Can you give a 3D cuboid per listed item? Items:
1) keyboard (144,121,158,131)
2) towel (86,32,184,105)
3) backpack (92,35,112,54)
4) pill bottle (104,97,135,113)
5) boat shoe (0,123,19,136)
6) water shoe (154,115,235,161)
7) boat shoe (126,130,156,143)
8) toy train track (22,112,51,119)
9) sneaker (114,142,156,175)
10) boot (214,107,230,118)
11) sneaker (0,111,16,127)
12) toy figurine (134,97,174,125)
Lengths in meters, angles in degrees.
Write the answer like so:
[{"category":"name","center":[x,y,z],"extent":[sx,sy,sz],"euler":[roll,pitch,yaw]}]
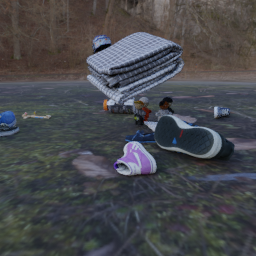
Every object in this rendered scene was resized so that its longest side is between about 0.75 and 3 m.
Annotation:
[{"category":"keyboard","center":[1.221,-0.013,11.252],"extent":[0.642,0.122,2.280],"euler":[-2,13,-10]},{"category":"towel","center":[0.118,-2.163,9.225],"extent":[2.750,1.177,2.277],"euler":[-28,38,-16]},{"category":"backpack","center":[-1.099,-3.620,12.037],"extent":[0.869,0.670,0.828],"euler":[-23,7,-23]},{"category":"pill bottle","center":[-0.471,-1.220,15.039],"extent":[1.635,0.868,0.868],"euler":[1,12,7]},{"category":"boat shoe","center":[-4.532,0.043,10.252],"extent":[0.437,0.430,1.214],"euler":[7,14,31]},{"category":"water shoe","center":[1.779,0.379,8.141],"extent":[1.121,1.016,2.842],"euler":[21,4,-27]},{"category":"boat shoe","center":[0.491,0.249,9.378],"extent":[1.161,0.398,0.488],"euler":[-2,12,-8]},{"category":"toy train track","center":[-4.534,-0.647,13.850],"extent":[1.602,0.261,0.919],"euler":[5,13,18]},{"category":"sneaker","center":[-0.007,0.728,6.903],"extent":[0.861,0.548,1.511],"euler":[-8,14,-19]},{"category":"boot","center":[4.668,-0.807,13.834],"extent":[0.690,0.555,1.527],"euler":[-1,10,23]},{"category":"sneaker","center":[-5.174,-0.416,10.763],"extent":[0.986,1.120,2.512],"euler":[2,12,9]},{"category":"toy figurine","center":[1.094,-0.743,11.932],"extent":[1.670,1.162,1.644],"euler":[3,8,16]}]
